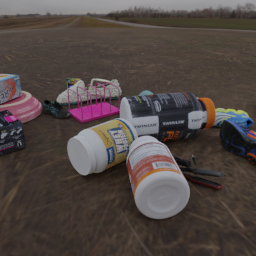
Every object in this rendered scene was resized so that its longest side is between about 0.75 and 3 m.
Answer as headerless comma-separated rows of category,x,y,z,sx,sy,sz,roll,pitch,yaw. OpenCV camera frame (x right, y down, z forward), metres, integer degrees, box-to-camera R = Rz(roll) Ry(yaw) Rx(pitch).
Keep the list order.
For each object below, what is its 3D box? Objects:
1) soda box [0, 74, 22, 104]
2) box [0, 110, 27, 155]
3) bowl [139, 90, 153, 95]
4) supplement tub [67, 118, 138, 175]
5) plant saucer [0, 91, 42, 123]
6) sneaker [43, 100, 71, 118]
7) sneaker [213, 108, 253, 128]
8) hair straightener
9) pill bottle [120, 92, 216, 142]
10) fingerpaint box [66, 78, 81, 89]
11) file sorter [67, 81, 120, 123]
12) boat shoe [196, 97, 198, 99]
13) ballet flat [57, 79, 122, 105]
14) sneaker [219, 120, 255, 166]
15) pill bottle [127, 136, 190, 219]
soda box,-5.084,-1.267,10.121,0.901,0.837,2.634,9,26,19
box,-3.944,0.127,8.735,0.994,0.863,1.504,-20,30,-33
bowl,0.816,-1.118,11.251,0.772,0.772,0.404,-10,11,-22
supplement tub,-0.655,0.490,7.529,1.649,1.193,1.193,-22,33,-40
plant saucer,-4.888,-0.868,11.098,2.801,0.710,2.801,0,25,0
sneaker,-2.857,-0.748,11.042,1.362,0.540,0.514,14,27,26
sneaker,3.634,-0.283,9.869,1.745,0.661,0.916,-7,26,-17
hair straightener,1.582,0.983,7.141,1.721,0.662,0.352,14,11,33
pill bottle,1.284,-0.357,8.964,2.886,1.533,1.533,-6,25,-13
fingerpaint box,-2.563,-1.936,13.279,0.678,0.812,0.298,11,28,22
file sorter,-1.350,-1.102,11.095,1.789,1.122,1.243,-17,30,-32
boat shoe,2.657,-0.748,10.645,1.736,0.615,0.602,-1,65,-35
ballet flat,-1.760,-1.736,12.682,2.978,1.069,1.069,-9,26,-17
sneaker,3.606,0.463,8.239,0.895,0.859,2.282,-5,33,-28
pill bottle,0.583,1.003,6.506,1.151,1.151,2.053,-3,24,-7
